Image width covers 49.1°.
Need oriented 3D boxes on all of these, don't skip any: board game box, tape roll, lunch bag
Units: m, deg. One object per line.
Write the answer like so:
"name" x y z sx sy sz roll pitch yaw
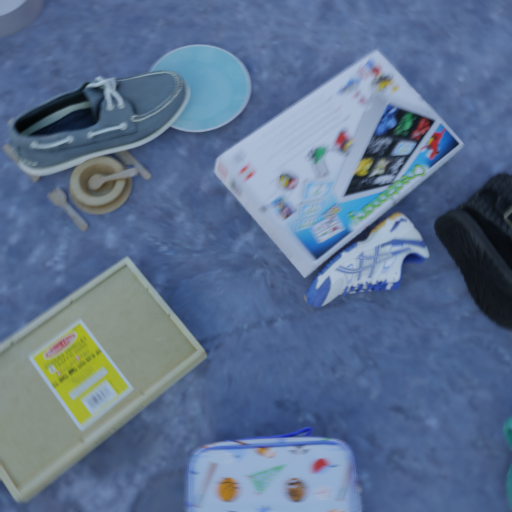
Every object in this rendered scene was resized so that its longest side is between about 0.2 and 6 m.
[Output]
"board game box" 1.402 -1.592 9.118 3.569 0.618 2.253 -37 83 -19
"tape roll" -5.002 -5.022 10.811 1.586 0.524 1.586 0 70 0
"lunch bag" 0.263 3.316 7.471 2.372 0.896 1.901 -2 66 0

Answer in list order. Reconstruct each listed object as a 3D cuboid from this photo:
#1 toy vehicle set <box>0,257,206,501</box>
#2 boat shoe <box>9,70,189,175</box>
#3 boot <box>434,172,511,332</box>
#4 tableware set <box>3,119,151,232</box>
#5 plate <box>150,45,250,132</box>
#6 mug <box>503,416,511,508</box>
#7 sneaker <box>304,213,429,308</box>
"toy vehicle set" -2.587 1.691 8.216 3.187 0.422 1.980 -37 73 -16
"boat shoe" -2.541 -2.374 9.282 3.151 0.974 1.147 -28 72 -13
"boot" 3.991 -0.119 8.795 1.677 0.844 2.244 -29 88 -27
"tableware set" -3.103 -1.711 9.578 1.576 0.478 2.384 -43 75 -14
"plate" -1.059 -3.022 10.209 1.898 0.242 1.898 0 70 0
"mug" 4.087 3.007 7.467 1.401 1.054 1.705 -2 68 3
"sneaker" 1.761 0.239 8.677 2.139 0.805 0.943 -36 77 -10
